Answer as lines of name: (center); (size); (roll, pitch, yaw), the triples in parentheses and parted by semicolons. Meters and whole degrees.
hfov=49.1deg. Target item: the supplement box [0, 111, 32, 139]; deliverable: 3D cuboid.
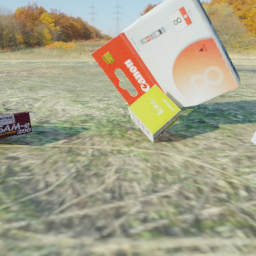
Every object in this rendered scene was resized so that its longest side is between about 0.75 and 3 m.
supplement box: (-3.289, -0.032, 6.729); (1.774, 0.540, 0.965); (-4, 7, 33)

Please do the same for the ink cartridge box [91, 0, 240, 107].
ink cartridge box: (0.740, -1.437, 6.643); (2.927, 2.374, 0.734); (-25, 25, 29)

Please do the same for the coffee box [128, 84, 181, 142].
coffee box: (0.638, -0.331, 6.760); (0.878, 0.877, 0.868); (-40, -15, -6)

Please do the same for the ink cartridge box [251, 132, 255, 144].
ink cartridge box: (2.896, -0.046, 5.232); (0.384, 1.133, 0.657); (-16, 45, -33)
